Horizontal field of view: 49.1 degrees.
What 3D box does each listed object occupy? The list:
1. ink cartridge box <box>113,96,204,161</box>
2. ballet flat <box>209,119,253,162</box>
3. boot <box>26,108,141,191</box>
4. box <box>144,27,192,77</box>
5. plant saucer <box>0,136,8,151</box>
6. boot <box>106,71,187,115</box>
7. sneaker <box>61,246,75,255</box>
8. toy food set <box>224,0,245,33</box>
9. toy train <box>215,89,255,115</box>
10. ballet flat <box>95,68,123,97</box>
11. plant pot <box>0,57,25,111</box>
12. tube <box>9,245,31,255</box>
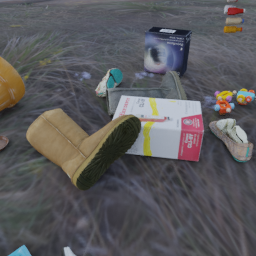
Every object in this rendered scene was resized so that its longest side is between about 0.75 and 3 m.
[{"bbox_3d":[0.877,-0.065,8.497,2.562,1.069,1.860,5,33,8],"label":"ink cartridge box"},{"bbox_3d":[3.152,0.148,8.509,0.719,0.710,2.111,-5,33,-12],"label":"ballet flat"},{"bbox_3d":[-1.359,0.068,7.799,2.460,0.929,2.809,-44,48,-14],"label":"boot"},{"bbox_3d":[1.856,-3.621,13.285,1.939,1.923,1.195,13,35,19],"label":"box"},{"bbox_3d":[-4.047,0.520,8.458,0.849,0.146,0.849,-1,32,0],"label":"plant saucer"},{"bbox_3d":[0.603,-1.335,10.764,2.882,1.046,2.620,-8,31,0],"label":"boot"},{"bbox_3d":[-0.773,2.588,5.062,0.649,0.426,1.129,-10,40,-31],"label":"sneaker"},{"bbox_3d":[2.855,-3.104,7.460,0.466,1.037,0.495,2,3,6],"label":"toy food set"},{"bbox_3d":[3.981,-0.901,10.387,1.907,0.530,1.432,-8,35,-7],"label":"toy train"},{"bbox_3d":[-0.835,-1.946,11.830,0.705,0.835,2.207,-18,22,23],"label":"ballet flat"},{"bbox_3d":[-5.034,-1.201,9.618,2.140,2.140,1.960,13,50,19],"label":"plant pot"},{"bbox_3d":[-2.434,2.737,4.761,1.802,0.454,0.698,-24,50,-40],"label":"tube"}]
